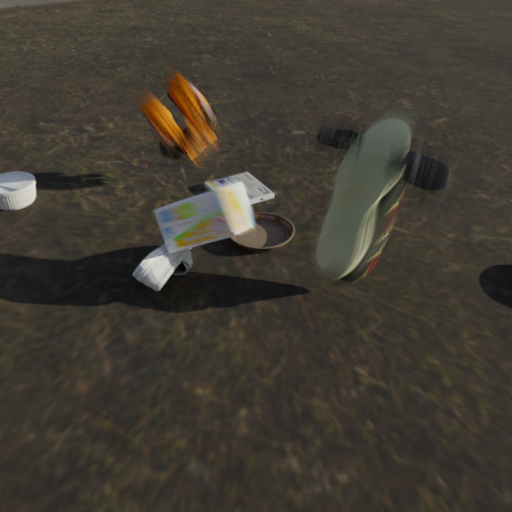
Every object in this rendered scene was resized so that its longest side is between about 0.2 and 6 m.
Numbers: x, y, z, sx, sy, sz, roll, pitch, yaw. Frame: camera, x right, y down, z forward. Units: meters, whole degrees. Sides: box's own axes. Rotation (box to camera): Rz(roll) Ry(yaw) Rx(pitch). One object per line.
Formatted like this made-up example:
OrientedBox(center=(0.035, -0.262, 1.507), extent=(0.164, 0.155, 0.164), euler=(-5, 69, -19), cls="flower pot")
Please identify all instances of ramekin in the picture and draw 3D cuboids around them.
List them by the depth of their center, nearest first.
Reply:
OrientedBox(center=(-5.854, -1.536, 13.435), extent=(1.153, 0.537, 1.153), euler=(0, 34, 0), cls="ramekin")

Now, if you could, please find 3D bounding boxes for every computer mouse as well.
OrientedBox(center=(2.019, -1.531, 9.007), extent=(2.239, 0.381, 0.656), euler=(23, 46, 13), cls="computer mouse")

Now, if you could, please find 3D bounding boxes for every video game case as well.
OrientedBox(center=(-0.434, -1.626, 13.906), extent=(1.253, 0.152, 1.376), euler=(-18, 39, -24), cls="video game case")

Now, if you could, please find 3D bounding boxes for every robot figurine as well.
OrientedBox(center=(-1.715, -3.111, 13.248), extent=(1.728, 2.384, 0.694), euler=(-42, 66, 0), cls="robot figurine")

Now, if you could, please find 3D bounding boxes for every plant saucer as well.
OrientedBox(center=(0.108, -0.491, 12.204), extent=(1.444, 0.232, 1.444), euler=(-1, 34, 0), cls="plant saucer")

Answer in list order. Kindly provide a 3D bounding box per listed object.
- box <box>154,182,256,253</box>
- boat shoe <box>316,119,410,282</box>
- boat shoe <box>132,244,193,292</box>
OrientedBox(center=(-0.944, -0.704, 10.405), extent=(1.595, 0.897, 0.808), euler=(-14, 8, 32), cls="box")
OrientedBox(center=(2.060, -1.024, 10.440), extent=(1.144, 3.127, 0.980), euler=(19, -5, 31), cls="boat shoe")
OrientedBox(center=(-1.616, 0.091, 10.988), extent=(0.694, 0.729, 2.025), euler=(42, 24, 0), cls="boat shoe")
